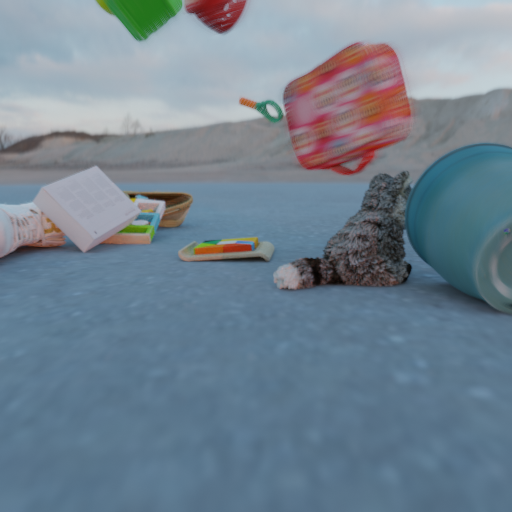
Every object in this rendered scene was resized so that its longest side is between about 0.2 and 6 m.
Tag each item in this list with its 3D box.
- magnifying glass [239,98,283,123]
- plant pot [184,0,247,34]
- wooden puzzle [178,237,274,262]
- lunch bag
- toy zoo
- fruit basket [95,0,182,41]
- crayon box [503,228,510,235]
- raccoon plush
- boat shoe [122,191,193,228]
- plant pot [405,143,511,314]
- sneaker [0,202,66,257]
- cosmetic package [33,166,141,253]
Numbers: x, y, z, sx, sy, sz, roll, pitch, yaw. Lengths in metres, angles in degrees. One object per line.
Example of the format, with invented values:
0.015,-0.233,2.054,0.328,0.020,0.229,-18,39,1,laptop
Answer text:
0.073,-2.525,9.546,0.965,0.384,0.108,31,63,36,magnifying glass
-0.651,-3.990,8.672,0.751,0.825,0.825,19,-2,-32,plant pot
-0.509,-0.149,10.428,1.624,0.302,1.502,1,9,6,wooden puzzle
1.453,-2.255,9.144,0.862,1.853,2.103,-16,2,-39,lunch bag
-2.926,-0.871,12.866,1.434,0.224,2.186,1,29,1,toy zoo
-1.565,-3.252,6.766,0.894,1.240,1.240,-36,5,9,fruit basket
5.485,-0.860,12.168,0.382,1.131,1.311,-3,10,-20,crayon box
1.412,-0.397,7.907,2.387,1.600,1.155,-8,12,-39,raccoon plush
-3.018,-1.267,14.304,2.895,1.056,0.911,0,-36,-34,boat shoe
2.975,-0.251,6.843,1.905,1.905,1.790,0,23,1,plant pot
-4.422,-0.622,10.557,1.888,1.204,3.268,-8,11,-26,sneaker
-3.377,-0.996,11.420,1.399,0.480,1.856,44,28,-1,cosmetic package
